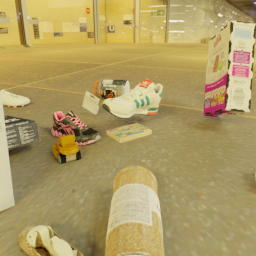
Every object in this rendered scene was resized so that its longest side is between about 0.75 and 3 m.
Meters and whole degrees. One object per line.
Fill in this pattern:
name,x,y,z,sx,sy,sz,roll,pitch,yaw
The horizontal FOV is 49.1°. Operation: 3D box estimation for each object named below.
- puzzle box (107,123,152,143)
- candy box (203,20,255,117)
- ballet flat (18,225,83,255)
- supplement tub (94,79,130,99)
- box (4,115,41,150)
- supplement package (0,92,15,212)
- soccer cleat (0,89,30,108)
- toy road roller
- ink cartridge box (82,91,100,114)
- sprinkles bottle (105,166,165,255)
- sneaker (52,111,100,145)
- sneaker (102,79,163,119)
puzzle box,0.040,0.139,9.336,1.280,0.163,0.852,-14,25,-32
candy box,3.491,-1.919,9.823,0.898,2.945,2.008,4,-2,-5
ballet flat,-1.198,1.851,4.411,1.647,0.538,0.581,16,27,36
supplement tub,-0.766,-1.853,13.365,1.570,0.962,0.962,5,22,14
box,-4.261,0.317,7.788,2.810,0.690,2.265,-18,20,-40
supplement package,-3.389,0.419,5.436,1.879,2.412,1.337,17,25,36
soccer cleat,-5.276,-1.321,12.307,1.893,0.734,0.656,2,21,5
toy road roller,-1.695,0.482,7.691,0.598,0.711,0.973,-12,24,-27
ink cartridge box,-1.407,-1.006,10.891,0.661,0.816,0.204,32,39,11
sprinkles bottle,0.109,1.616,4.480,0.920,0.920,2.696,1,21,1
sneaker,-1.705,-0.063,8.853,1.911,0.912,0.755,14,24,29
sneaker,0.234,-1.052,9.204,0.915,1.214,2.598,36,27,34
